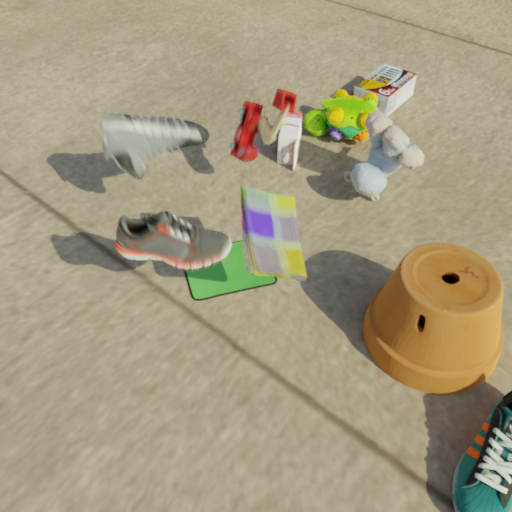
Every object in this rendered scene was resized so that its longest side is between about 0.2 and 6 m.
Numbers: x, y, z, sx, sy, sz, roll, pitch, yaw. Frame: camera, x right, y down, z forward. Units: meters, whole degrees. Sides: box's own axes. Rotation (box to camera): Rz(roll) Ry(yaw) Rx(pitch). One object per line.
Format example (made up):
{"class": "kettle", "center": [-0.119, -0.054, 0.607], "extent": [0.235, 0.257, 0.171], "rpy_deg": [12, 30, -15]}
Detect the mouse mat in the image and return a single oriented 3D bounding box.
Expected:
{"class": "mouse mat", "center": [-0.553, 0.231, 10.930], "extent": [1.677, 0.063, 1.350], "rpy_deg": [-12, 46, -10]}

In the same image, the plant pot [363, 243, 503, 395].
{"class": "plant pot", "center": [2.998, 0.867, 9.208], "extent": [2.285, 1.599, 2.285], "rpy_deg": [-1, 45, 1]}

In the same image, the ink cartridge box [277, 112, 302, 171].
{"class": "ink cartridge box", "center": [0.789, -2.728, 13.345], "extent": [0.464, 0.801, 1.375], "rpy_deg": [6, 45, 6]}

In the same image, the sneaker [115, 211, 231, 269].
{"class": "sneaker", "center": [-1.253, -0.296, 8.444], "extent": [1.783, 0.730, 0.687], "rpy_deg": [1, 43, -6]}

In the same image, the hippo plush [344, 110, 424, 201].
{"class": "hippo plush", "center": [2.509, -2.079, 11.928], "extent": [1.493, 1.507, 1.874], "rpy_deg": [45, 15, -2]}

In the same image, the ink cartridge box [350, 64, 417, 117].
{"class": "ink cartridge box", "center": [3.339, -4.556, 15.257], "extent": [1.394, 0.666, 1.588], "rpy_deg": [28, 52, 26]}

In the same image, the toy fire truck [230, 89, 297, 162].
{"class": "toy fire truck", "center": [0.118, -2.622, 11.364], "extent": [0.396, 1.625, 1.146], "rpy_deg": [-2, 26, -45]}

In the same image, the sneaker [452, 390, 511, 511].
{"class": "sneaker", "center": [3.451, 2.686, 7.847], "extent": [0.842, 0.943, 2.360], "rpy_deg": [25, 50, 23]}

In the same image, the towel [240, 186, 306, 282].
{"class": "towel", "center": [0.274, -0.338, 8.719], "extent": [1.108, 0.176, 1.543], "rpy_deg": [11, 61, -33]}

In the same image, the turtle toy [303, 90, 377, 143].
{"class": "turtle toy", "center": [2.142, -3.375, 13.838], "extent": [1.965, 0.993, 1.432], "rpy_deg": [8, 41, 10]}

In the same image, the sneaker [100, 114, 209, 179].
{"class": "sneaker", "center": [-1.956, -2.032, 10.748], "extent": [2.023, 1.168, 0.759], "rpy_deg": [4, 26, -11]}
